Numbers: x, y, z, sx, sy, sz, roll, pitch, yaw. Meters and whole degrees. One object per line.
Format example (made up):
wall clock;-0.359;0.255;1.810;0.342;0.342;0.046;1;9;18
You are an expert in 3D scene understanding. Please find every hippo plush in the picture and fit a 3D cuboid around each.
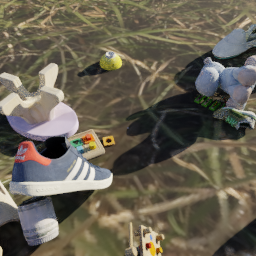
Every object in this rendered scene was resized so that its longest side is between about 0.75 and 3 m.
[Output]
hippo plush;2.802;-1.507;7.885;1.565;1.550;1.946;25;52;20

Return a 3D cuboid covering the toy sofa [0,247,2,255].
toy sofa;-2.544;2.978;3.476;1.428;1.212;2.926;10;53;-29

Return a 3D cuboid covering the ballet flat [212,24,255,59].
ballet flat;4.158;-3.233;10.018;2.627;0.912;0.912;-20;50;-18

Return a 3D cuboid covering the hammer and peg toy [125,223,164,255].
hammer and peg toy;0.332;2.068;4.908;0.342;0.971;0.714;-24;46;23

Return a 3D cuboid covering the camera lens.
camera lens;-1.683;1.703;5.268;0.626;0.626;0.783;-15;87;-14

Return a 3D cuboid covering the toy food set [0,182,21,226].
toy food set;-3.728;1.839;5.366;2.743;0.829;1.968;-34;64;-24

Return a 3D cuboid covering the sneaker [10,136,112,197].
sneaker;-1.093;0.681;5.389;0.901;2.404;1.016;-4;82;29

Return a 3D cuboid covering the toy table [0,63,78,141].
toy table;-2.346;-0.647;7.225;2.145;1.256;1.972;10;46;14

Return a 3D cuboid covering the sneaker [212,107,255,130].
sneaker;2.853;-0.219;7.479;1.163;0.447;0.515;9;55;11

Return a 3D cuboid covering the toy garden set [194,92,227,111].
toy garden set;2.535;-0.836;8.199;0.910;0.182;0.759;31;54;26

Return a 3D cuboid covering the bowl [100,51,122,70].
bowl;-0.586;-2.335;9.474;0.754;0.406;0.754;0;46;0

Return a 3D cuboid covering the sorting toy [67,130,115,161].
sorting toy;-1.085;0.411;6.998;1.524;0.208;0.858;-19;49;-18
